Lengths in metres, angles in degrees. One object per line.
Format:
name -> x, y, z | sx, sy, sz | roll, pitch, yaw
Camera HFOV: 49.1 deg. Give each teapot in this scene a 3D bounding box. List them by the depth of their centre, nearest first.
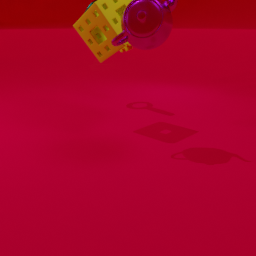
teapot -> 0.393, -2.179, 5.614 | 1.733, 1.078, 0.849 | -33, -2, 15

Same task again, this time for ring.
ring -> -1.196, -3.835, 9.513 | 0.212, 1.061, 1.061 | 34, 28, 5

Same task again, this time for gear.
gear -> -0.234, -3.068, 9.039 | 0.218, 1.181, 1.181 | -32, 36, -32

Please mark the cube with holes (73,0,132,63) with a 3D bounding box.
cube with holes -> -0.407, -2.619, 7.146 | 1.158, 1.158, 1.158 | -16, 26, 53
